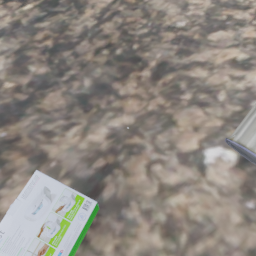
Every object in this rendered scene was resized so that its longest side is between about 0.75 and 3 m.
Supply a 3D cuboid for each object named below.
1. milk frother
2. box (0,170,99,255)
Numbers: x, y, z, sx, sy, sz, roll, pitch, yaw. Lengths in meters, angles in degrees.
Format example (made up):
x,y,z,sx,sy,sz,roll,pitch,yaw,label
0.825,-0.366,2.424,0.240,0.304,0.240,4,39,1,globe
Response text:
x,y,z,sx,sy,sz,roll,pitch,yaw,label
2.394,-0.072,3.542,1.566,1.735,1.632,36,93,17,milk frother
-1.386,1.665,4.765,1.262,0.691,1.430,24,66,9,box
